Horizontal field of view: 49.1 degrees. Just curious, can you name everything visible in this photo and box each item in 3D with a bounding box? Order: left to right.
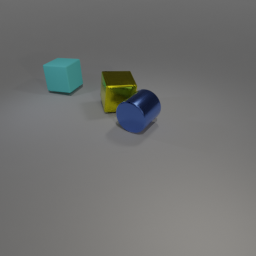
[{"bbox_3d":[-3.389,-2.802,14.771,1.400,1.400,1.400,8,31,20],"label":"cube"},{"bbox_3d":[-0.474,-1.709,13.023,1.400,1.400,1.400,-3,40,-14],"label":"cube"},{"bbox_3d":[0.449,-0.719,11.625,1.400,1.400,1.400,18,38,27],"label":"cylinder"}]
